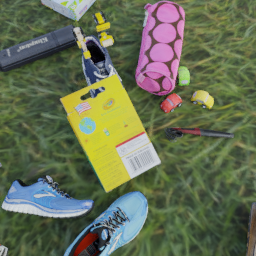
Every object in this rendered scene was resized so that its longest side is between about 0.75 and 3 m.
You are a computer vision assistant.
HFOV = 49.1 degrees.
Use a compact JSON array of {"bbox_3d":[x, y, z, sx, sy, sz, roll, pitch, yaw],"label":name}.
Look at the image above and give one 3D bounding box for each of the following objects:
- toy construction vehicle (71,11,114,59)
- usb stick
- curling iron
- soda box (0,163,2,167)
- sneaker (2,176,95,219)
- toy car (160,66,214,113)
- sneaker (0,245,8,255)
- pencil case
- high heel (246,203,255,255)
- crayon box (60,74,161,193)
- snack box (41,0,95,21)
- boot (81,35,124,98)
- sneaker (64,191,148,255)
[{"bbox_3d":[-0.946,-2.557,7.792,1.060,0.429,1.217,-23,66,-6],"label":"toy construction vehicle"},{"bbox_3d":[-2.922,-2.621,9.160,2.826,0.461,0.784,-24,71,-9],"label":"usb stick"},{"bbox_3d":[2.063,0.203,8.158,2.022,0.258,0.501,2,53,-4],"label":"curling iron"},{"bbox_3d":[-4.098,0.717,7.938,0.403,0.365,1.152,-39,74,-13],"label":"soda box"},{"bbox_3d":[-2.011,1.766,7.249,2.352,0.924,1.049,8,72,3],"label":"sneaker"},{"bbox_3d":[1.766,-1.288,8.698,1.660,0.370,1.562,-6,69,-2],"label":"toy car"},{"bbox_3d":[-4.051,3.878,6.358,1.264,1.146,2.977,31,72,16],"label":"sneaker"},{"bbox_3d":[0.957,-2.515,8.729,1.330,1.289,2.840,20,66,-26],"label":"pencil case"},{"bbox_3d":[2.776,3.060,6.667,2.624,0.937,1.871,-19,76,-24],"label":"high heel"},{"bbox_3d":[-0.470,0.117,7.463,1.687,0.675,2.657,-26,92,-13],"label":"crayon box"},{"bbox_3d":[-1.848,-5.021,10.005,1.575,0.587,2.214,30,72,11],"label":"snack box"},{"bbox_3d":[-0.658,-1.213,8.153,1.070,1.329,2.942,-26,71,-9],"label":"boot"},{"bbox_3d":[-0.449,2.554,6.777,1.024,1.175,2.613,43,69,14],"label":"sneaker"}]
